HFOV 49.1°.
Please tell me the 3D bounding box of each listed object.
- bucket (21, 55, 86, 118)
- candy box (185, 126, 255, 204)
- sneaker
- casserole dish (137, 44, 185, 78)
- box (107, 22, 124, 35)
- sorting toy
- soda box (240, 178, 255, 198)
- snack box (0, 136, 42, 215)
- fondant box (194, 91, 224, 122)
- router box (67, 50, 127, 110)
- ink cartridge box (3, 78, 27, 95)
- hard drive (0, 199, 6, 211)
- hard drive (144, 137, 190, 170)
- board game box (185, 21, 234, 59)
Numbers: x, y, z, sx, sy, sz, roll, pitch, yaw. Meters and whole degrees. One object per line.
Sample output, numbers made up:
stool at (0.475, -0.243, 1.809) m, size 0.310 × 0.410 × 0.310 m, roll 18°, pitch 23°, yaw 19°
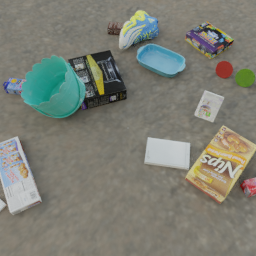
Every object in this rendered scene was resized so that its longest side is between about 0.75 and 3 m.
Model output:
bucket at (-2.827, -1.511, 10.898) m, size 2.229 × 1.450 × 2.229 m, roll -12°, pitch 63°, yaw 24°
candy box at (3.329, 1.235, 9.954) m, size 1.433 × 0.686 × 2.482 m, roll 34°, pitch 63°, yaw 20°
sneaker at (0.655, -4.721, 13.609) m, size 1.498 × 1.080 × 2.851 m, roll 19°, pitch 58°, yaw 12°
casserole dish at (1.498, -3.060, 12.904) m, size 2.343 × 0.455 × 1.419 m, roll 28°, pitch 61°, yaw 18°
box at (-0.455, -5.037, 14.221) m, size 1.099 × 0.412 × 0.550 m, roll 7°, pitch 57°, yaw 6°
sorting toy at (5.118, -2.383, 12.436) m, size 2.350 × 0.815 × 0.809 m, roll 28°, pitch 38°, yaw 19°
soda box at (4.675, 1.933, 9.649) m, size 1.438 × 0.456 × 0.503 m, roll -13°, pitch 58°, yaw -9°
snack box at (-3.987, 1.596, 9.933) m, size 1.003 × 0.339 × 2.790 m, roll -23°, pitch 60°, yaw -14°
fondant box at (3.041, -0.813, 10.514) m, size 0.726 × 1.006 × 0.293 m, roll 19°, pitch 15°, yaw -6°
router box at (-1.362, -2.142, 12.167) m, size 2.000 × 0.664 × 2.544 m, roll -15°, pitch 58°, yaw -9°
ink cartridge box at (-4.906, -1.810, 12.150) m, size 0.951 × 0.363 × 0.649 m, roll 6°, pitch 57°, yaw 6°
hard drive at (-4.551, 2.725, 9.342) m, size 0.537 × 0.109 × 0.814 m, roll 32°, pitch 63°, yaw 19°
hard drive at (1.474, 0.937, 10.442) m, size 1.615 × 0.215 × 1.065 m, roll 7°, pitch 57°, yaw 5°
board game box at (3.955, -4.325, 13.691) m, size 1.484 × 0.509 × 1.796 m, roll -33°, pitch 62°, yaw -21°
